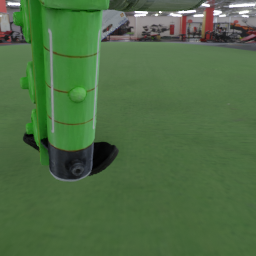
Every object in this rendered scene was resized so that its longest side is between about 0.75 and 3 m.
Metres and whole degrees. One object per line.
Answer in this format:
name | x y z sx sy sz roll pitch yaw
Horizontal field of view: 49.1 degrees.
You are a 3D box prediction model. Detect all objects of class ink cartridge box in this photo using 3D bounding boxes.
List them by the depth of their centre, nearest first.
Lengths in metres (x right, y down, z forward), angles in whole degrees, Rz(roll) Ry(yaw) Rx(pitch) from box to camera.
ink cartridge box | -0.934 -3.792 9.380 1.521 1.550 0.336 -30 2 20

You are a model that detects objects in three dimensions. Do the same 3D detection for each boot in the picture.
boot | -0.560 0.164 2.639 0.833 0.622 0.313 -17 33 34

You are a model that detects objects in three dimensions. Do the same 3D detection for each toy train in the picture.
toy train | -0.295 -0.688 1.308 0.488 2.339 0.660 -8 36 -22

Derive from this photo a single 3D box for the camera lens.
camera lens | 0.445 -3.179 5.164 2.410 1.927 1.927 -13 24 -27
